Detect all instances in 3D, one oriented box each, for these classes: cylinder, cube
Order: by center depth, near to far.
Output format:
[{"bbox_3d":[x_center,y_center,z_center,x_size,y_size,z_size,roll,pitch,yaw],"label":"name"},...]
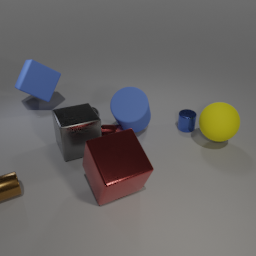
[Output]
[{"bbox_3d":[-0.348,1.083,7.838,1.400,1.400,1.400,-16,61,-23],"label":"cube"},{"bbox_3d":[-3.522,1.694,8.082,0.700,0.700,0.700,-16,35,-25],"label":"cylinder"},{"bbox_3d":[-1.810,0.116,10.013,1.400,1.400,1.400,-13,34,-21],"label":"cube"},{"bbox_3d":[-0.612,0.219,10.417,0.700,0.700,0.700,1,29,23],"label":"cylinder"},{"bbox_3d":[0.133,-0.666,10.711,1.400,1.400,1.400,-2,73,8],"label":"cylinder"},{"bbox_3d":[2.381,-0.290,11.329,0.700,0.700,0.700,-1,35,1],"label":"cylinder"},{"bbox_3d":[-4.083,-2.138,12.628,1.400,1.400,1.400,23,0,-31],"label":"cube"}]

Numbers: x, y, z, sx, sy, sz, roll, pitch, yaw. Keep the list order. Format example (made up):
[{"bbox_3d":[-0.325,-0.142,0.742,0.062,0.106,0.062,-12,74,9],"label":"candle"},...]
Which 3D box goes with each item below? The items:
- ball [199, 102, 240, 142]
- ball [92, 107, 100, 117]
[{"bbox_3d":[3.252,-0.217,9.993,1.400,1.400,1.400,0,31,0],"label":"ball"},{"bbox_3d":[-1.539,-0.539,11.736,0.700,0.700,0.700,0,31,0],"label":"ball"}]
